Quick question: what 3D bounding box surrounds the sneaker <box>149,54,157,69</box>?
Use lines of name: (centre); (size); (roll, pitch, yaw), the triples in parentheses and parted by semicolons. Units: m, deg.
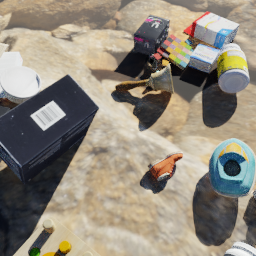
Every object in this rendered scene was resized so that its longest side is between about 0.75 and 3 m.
sneaker: (1.038, -2.936, 11.950); (0.294, 0.413, 0.832); (-18, 60, 14)

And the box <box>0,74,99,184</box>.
box: (-2.443, 0.116, 8.256); (1.379, 2.412, 2.649); (47, 62, 5)

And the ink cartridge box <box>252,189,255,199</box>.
ink cartridge box: (5.309, 2.417, 7.819); (2.519, 0.511, 2.514); (-16, 53, -12)

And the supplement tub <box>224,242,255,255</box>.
supplement tub: (2.583, 3.581, 6.642); (1.008, 1.008, 1.436); (35, 60, 24)

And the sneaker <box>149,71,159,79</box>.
sneaker: (1.257, -1.928, 11.338); (0.641, 0.356, 0.916); (28, 58, 21)

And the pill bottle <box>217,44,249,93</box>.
pill bottle: (4.176, -2.457, 11.268); (1.121, 1.121, 1.994); (7, 52, 5)

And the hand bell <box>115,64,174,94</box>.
hand bell: (0.591, -1.742, 10.943); (2.252, 1.172, 1.172); (-7, 51, 11)

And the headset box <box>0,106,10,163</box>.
headset box: (-5.165, 0.485, 8.943); (2.207, 1.176, 2.535); (9, 53, 7)

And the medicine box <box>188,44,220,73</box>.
medicine box: (3.266, -2.995, 12.048); (0.963, 0.544, 1.058); (24, 56, 18)

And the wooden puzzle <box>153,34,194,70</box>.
wooden puzzle: (2.152, -3.349, 12.265); (1.402, 0.166, 2.363); (35, 57, 4)

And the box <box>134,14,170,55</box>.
box: (1.092, -4.236, 12.766); (1.069, 0.928, 1.749); (21, 56, 16)

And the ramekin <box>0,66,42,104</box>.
ramekin: (-4.058, -1.575, 10.627); (1.464, 0.682, 1.464); (10, 59, -17)

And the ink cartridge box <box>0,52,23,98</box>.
ink cartridge box: (-5.457, -2.049, 11.427); (1.955, 0.604, 2.410); (-3, 62, -3)

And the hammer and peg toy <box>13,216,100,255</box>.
hammer and peg toy: (-2.072, 3.694, 6.619); (1.954, 0.937, 2.657); (30, 58, 19)

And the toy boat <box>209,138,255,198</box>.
toy boat: (3.549, 1.081, 8.189); (2.304, 1.071, 1.937); (0, 56, 19)

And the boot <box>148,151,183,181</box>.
boot: (1.311, 1.209, 8.888); (1.226, 0.460, 0.657); (-26, 62, -11)

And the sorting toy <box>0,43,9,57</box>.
sorting toy: (-6.203, -3.009, 11.486); (1.861, 0.367, 2.010); (12, 55, 6)

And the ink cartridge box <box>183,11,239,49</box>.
ink cartridge box: (3.888, -4.723, 13.257); (2.210, 0.743, 1.284); (35, 59, 25)
